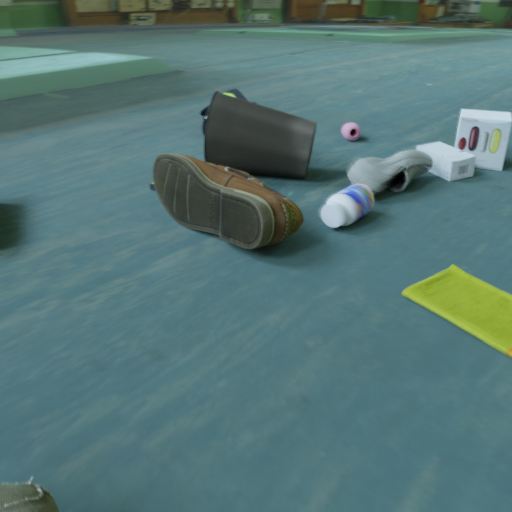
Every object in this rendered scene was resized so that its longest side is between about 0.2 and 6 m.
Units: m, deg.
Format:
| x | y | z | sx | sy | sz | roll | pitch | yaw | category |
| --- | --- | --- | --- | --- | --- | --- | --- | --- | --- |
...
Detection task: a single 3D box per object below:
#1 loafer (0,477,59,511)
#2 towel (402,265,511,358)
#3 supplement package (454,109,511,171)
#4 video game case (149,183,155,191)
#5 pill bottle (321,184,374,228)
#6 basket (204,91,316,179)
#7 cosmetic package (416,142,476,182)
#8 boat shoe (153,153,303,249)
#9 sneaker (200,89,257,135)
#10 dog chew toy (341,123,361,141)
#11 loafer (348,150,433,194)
| x | y | z | sx | sy | sz | roll | pitch | yaw | category |
| --- | --- | --- | --- | --- | --- | --- | --- | --- | --- |
| -3.090 | 2.354 | 4.046 | 3.555 | 1.337 | 1.238 | 2 | 19 | -11 | loafer |
| 3.475 | 0.896 | 7.674 | 1.221 | 0.256 | 2.838 | -17 | 32 | -31 | towel |
| 5.509 | -2.848 | 13.694 | 1.176 | 1.230 | 0.904 | 9 | 29 | 18 | supplement package |
| -1.560 | -1.569 | 12.441 | 1.200 | 0.153 | 1.085 | 19 | 33 | 30 | video game case |
| 1.733 | -0.940 | 10.727 | 0.634 | 0.634 | 1.132 | 19 | 33 | 32 | pill bottle |
| 0.125 | -2.637 | 12.841 | 2.325 | 2.096 | 1.581 | 11 | 64 | 5 | basket |
| 4.474 | -2.263 | 13.336 | 0.738 | 0.530 | 1.307 | -15 | 32 | -21 | cosmetic package |
| -0.627 | -1.049 | 10.517 | 1.180 | 1.249 | 3.472 | -15 | 36 | -40 | boat shoe |
| -0.663 | -3.459 | 15.288 | 1.518 | 1.314 | 3.666 | -27 | 31 | -3 | sneaker |
| 2.636 | -3.527 | 15.820 | 0.508 | 0.508 | 0.816 | -4 | 20 | -7 | dog chew toy |
| 3.054 | -1.769 | 12.294 | 2.356 | 0.824 | 0.822 | -16 | 64 | -30 | loafer |
